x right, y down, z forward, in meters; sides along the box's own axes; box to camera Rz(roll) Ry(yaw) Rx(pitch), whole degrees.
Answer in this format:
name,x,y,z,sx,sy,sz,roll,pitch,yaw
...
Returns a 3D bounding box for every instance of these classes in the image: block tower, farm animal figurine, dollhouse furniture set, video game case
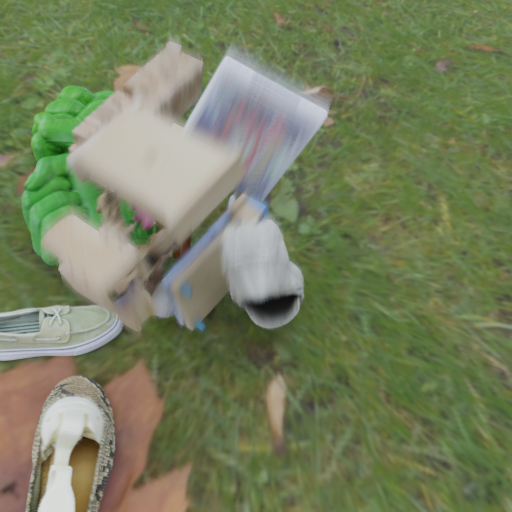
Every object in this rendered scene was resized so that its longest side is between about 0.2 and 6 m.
name,x,y,z,sx,sy,sz,roll,pitch,yaw
block tower,-1.660,-2.131,8.248,0.725,0.678,2.509,26,58,9
farm animal figurine,-1.514,-0.082,7.440,1.519,0.792,1.503,23,76,-23
dollhouse furniture set,-1.215,-0.125,6.942,1.642,2.516,2.375,31,66,26
video game case,-0.136,-1.556,7.254,1.466,1.609,0.185,22,42,-21

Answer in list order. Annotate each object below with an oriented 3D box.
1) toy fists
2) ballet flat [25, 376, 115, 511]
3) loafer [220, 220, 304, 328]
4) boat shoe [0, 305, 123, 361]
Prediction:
name,x,y,z,sx,sy,sz,roll,pitch,yaw
toy fists,-2.738,-1.425,9.078,1.925,1.298,3.776,-11,54,0
ballet flat,-2.092,2.442,6.210,0.946,1.050,2.788,4,51,-10
loafer,0.115,0.439,6.750,0.926,2.648,0.924,-10,70,9
boat shoe,-2.802,1.000,7.638,1.895,0.588,0.682,-11,53,-9
